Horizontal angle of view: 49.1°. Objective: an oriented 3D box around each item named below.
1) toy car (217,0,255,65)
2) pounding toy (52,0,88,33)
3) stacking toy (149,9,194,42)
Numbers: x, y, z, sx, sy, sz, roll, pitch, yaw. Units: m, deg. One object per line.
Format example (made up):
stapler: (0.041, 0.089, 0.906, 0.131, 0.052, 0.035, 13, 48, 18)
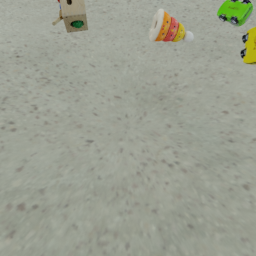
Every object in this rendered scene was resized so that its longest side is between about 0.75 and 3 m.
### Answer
toy car: (3.318, -2.878, 7.256, 0.559, 2.508, 2.360, 27, 13, -37)
pounding toy: (-2.041, -4.069, 9.727, 1.132, 1.466, 1.593, -9, 85, -5)
stacking toy: (1.503, -3.195, 9.202, 1.452, 1.061, 1.061, 13, 44, -11)
